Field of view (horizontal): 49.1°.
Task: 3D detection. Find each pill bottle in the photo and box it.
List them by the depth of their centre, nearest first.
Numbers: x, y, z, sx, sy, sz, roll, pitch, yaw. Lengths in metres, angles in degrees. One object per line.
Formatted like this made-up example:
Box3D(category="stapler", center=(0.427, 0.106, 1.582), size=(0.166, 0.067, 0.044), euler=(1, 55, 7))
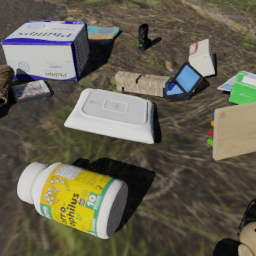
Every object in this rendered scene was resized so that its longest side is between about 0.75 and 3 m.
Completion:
Box3D(category="pill bottle", center=(-1.139, 1.359, 5.707), size=(2.044, 1.153, 1.153), euler=(14, 39, 18))

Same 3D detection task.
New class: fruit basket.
Box3D(category="fruit basket", center=(4.558, -1.448, 9.553), size=(2.197, 1.112, 2.372), euler=(27, 44, 32))

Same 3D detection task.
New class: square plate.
Box3D(category="square plate", center=(-0.388, -0.518, 8.362), size=(2.438, 0.350, 2.461), euler=(12, 30, -2))

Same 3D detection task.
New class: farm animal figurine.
Box3D(category="farm animal figurine", center=(2.815, 2.271, 4.338), size=(2.488, 1.297, 2.461), euler=(-31, 46, -35))

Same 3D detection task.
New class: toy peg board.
Box3D(category="toy peg board", center=(2.787, -0.017, 7.513), size=(1.392, 1.386, 0.681), euler=(-11, 22, -14))

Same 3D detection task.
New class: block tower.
Box3D(category="block tower", center=(0.485, -1.604, 10.127), size=(1.992, 0.576, 0.538), euler=(11, 40, 25))

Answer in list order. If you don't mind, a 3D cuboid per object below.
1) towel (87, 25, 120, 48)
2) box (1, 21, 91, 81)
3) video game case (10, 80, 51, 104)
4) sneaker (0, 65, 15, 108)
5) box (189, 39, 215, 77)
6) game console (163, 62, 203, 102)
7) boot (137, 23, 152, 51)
Box3D(category="towel", center=(-1.651, -4.964, 15.053), size=(1.935, 0.286, 2.639), euler=(8, 37, 12))
Box3D(category="box", center=(-3.222, -3.329, 11.745), size=(2.719, 1.551, 2.956), euler=(2, 37, 4))
Box3D(category="video game case", center=(-3.574, -1.352, 10.238), size=(1.242, 0.158, 1.122), euler=(-17, 40, -22))
Box3D(category="sneaker", center=(-4.467, -1.169, 9.572), size=(1.057, 0.985, 2.797), euler=(22, 42, -1))
Box3D(category="box", center=(2.992, -2.802, 11.311), size=(0.795, 0.933, 1.459), euler=(-13, 32, 25))
Box3D(category="game console", center=(1.786, -1.707, 10.141), size=(1.282, 0.848, 1.457), euler=(-9, 37, -12))
Box3D(category="boot", center=(0.836, -4.524, 13.722), size=(0.518, 1.146, 1.399), euler=(12, 37, 17))
